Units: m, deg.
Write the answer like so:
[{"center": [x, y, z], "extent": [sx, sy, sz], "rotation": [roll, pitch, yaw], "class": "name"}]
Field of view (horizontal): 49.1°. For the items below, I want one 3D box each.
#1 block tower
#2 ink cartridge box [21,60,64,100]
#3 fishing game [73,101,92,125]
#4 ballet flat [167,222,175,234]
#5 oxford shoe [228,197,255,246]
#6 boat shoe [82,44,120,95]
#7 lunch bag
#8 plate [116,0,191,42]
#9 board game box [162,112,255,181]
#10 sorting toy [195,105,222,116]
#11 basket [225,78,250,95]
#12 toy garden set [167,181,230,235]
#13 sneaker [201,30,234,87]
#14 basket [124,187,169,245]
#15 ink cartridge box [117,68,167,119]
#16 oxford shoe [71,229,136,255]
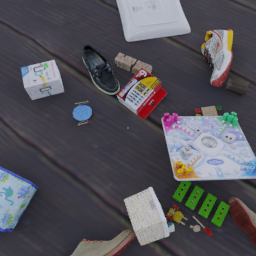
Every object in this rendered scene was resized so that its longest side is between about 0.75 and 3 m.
[{"center": [0.254, -2.552, 11.521], "extent": [1.573, 0.425, 0.455], "rotation": [27, 69, 11], "class": "block tower"}, {"center": [-3.298, -1.862, 10.905], "extent": [1.311, 0.957, 0.962], "rotation": [-16, 68, -7], "class": "ink cartridge box"}, {"center": [-1.755, -0.562, 10.771], "extent": [0.755, 0.164, 1.055], "rotation": [-15, 59, -7], "class": "fishing game"}, {"center": [1.050, 3.347, 8.907], "extent": [0.993, 0.356, 0.356], "rotation": [-21, 67, -8], "class": "ballet flat"}, {"center": [3.959, 2.993, 9.000], "extent": [0.678, 0.638, 1.813], "rotation": [-15, 63, -35], "class": "oxford shoe"}, {"center": [-1.128, -2.428, 11.251], "extent": [0.909, 0.807, 2.434], "rotation": [-24, 68, -11], "class": "boat shoe"}, {"center": [-4.204, 2.133, 8.937], "extent": [1.970, 1.255, 1.675], "rotation": [26, 68, 1], "class": "lunch bag"}, {"center": [1.104, -5.391, 12.792], "extent": [2.974, 0.481, 2.968], "rotation": [-9, 67, -4], "class": "plate"}, {"center": [2.721, 0.473, 9.392], "extent": [2.797, 0.362, 2.797], "rotation": [-1, 45, -4], "class": "board game box"}, {"center": [3.081, -0.537, 10.732], "extent": [1.113, 0.188, 0.537], "rotation": [-8, 66, -4], "class": "sorting toy"}, {"center": [4.305, -1.659, 11.048], "extent": [0.780, 0.703, 0.530], "rotation": [19, 110, 16], "class": "basket"}, {"center": [2.217, 2.721, 9.187], "extent": [1.716, 0.343, 1.431], "rotation": [31, 67, 13], "class": "toy garden set"}, {"center": [3.544, -2.856, 11.392], "extent": [1.201, 1.138, 2.924], "rotation": [9, 56, 9], "class": "sneaker"}, {"center": [0.578, 2.718, 8.572], "extent": [0.979, 1.217, 1.206], "rotation": [-21, 46, -3], "class": "basket"}, {"center": [0.571, -1.309, 10.702], "extent": [1.307, 0.624, 1.489], "rotation": [38, 83, 15], "class": "ink cartridge box"}, {"center": [-1.004, 3.689, 8.425], "extent": [2.616, 0.922, 0.978], "rotation": [-29, 63, -13], "class": "oxford shoe"}]
